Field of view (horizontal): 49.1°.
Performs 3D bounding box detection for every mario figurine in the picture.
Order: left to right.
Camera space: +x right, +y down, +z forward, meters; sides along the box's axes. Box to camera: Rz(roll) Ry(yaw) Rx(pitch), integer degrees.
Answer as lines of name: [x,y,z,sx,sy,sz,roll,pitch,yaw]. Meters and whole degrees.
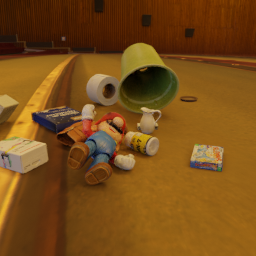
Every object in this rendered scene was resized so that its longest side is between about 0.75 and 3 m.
mario figurine: [-0.618,0.236,7.953,1.518,1.768,2.865,-9,21,13]

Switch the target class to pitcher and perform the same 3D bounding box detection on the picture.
pitcher: [0.845,-0.257,10.450,0.796,0.928,0.562,9,21,24]

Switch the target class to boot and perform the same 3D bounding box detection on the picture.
boot: [-1.210,0.199,9.469,2.098,0.773,1.623,-2,14,33]

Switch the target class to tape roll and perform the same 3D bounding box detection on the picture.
tape roll: [-1.258,-1.994,14.588,1.528,1.528,1.049,-14,23,-35]

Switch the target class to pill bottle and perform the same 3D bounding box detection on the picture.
pill bottle: [0.418,0.468,8.883,1.026,0.587,0.587,16,25,40]

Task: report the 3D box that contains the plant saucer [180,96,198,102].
plant saucer: [3.386,-1.625,15.633,1.008,0.149,1.008,0,20,0]

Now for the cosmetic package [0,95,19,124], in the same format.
cosmetic package: [-5.034,-0.698,10.913,0.687,0.973,1.879,36,4,-11]

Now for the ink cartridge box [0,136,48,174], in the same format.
ink cartridge box: [-3.160,0.739,8.098,1.364,0.573,0.988,10,21,27]

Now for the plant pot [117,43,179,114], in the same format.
plant pot: [0.699,-2.479,12.851,2.713,2.713,2.494,-3,47,-9]

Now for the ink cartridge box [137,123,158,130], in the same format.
ink cartridge box: [0.769,-0.116,11.217,0.797,0.174,0.692,-1,20,-3]

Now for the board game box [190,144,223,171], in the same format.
board game box: [2.364,0.849,8.321,0.878,0.223,1.297,6,20,17]

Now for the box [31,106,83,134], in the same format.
box: [-2.627,-0.347,11.513,1.646,0.440,2.718,-16,26,-39]
